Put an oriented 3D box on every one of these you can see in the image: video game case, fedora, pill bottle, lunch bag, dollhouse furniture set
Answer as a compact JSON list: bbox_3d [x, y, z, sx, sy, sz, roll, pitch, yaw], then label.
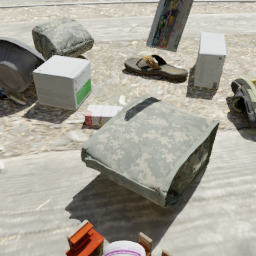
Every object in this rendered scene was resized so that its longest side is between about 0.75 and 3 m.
[{"bbox_3d":[1.110,-2.775,7.306,0.170,1.477,1.346,32,25,33],"label":"video game case"},{"bbox_3d":[-4.317,-2.179,10.583,2.424,2.741,1.237,16,70,-13],"label":"fedora"},{"bbox_3d":[-0.073,2.555,4.370,0.747,0.747,1.331,1,37,1],"label":"pill bottle"},{"bbox_3d":[-3.076,-4.074,13.334,2.397,1.670,2.010,-31,47,-33],"label":"lunch bag"},{"bbox_3d":[-0.284,2.592,5.013,1.829,0.952,1.849,27,44,31],"label":"dollhouse furniture set"},{"bbox_3d":[0.566,0.615,7.050,2.389,1.713,2.913,24,38,29],"label":"lunch bag"}]

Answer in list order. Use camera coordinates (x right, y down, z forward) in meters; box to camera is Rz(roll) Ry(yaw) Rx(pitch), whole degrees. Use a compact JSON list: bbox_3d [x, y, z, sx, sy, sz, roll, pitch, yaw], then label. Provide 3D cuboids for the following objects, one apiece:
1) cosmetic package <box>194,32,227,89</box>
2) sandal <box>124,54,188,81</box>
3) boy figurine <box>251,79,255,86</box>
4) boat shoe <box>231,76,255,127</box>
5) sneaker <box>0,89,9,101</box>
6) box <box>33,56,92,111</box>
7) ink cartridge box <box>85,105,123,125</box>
[{"bbox_3d":[3.506,-2.976,12.038,1.086,1.511,2.677,10,36,11],"label":"cosmetic package"},{"bbox_3d":[1.242,-2.791,12.351,2.930,0.800,1.197,19,41,24],"label":"sandal"},{"bbox_3d":[5.775,-1.373,10.487,2.417,0.779,1.503,5,43,10],"label":"boy figurine"},{"bbox_3d":[4.066,-0.958,9.738,0.897,0.975,2.730,-17,35,5],"label":"boat shoe"},{"bbox_3d":[-3.683,-1.037,7.920,0.294,0.754,0.264,-8,63,7],"label":"sneaker"},{"bbox_3d":[-2.356,-1.707,10.417,1.597,1.368,1.589,11,38,13],"label":"box"},{"bbox_3d":[-0.800,-0.429,9.526,1.193,0.403,0.695,3,37,6],"label":"ink cartridge box"}]
